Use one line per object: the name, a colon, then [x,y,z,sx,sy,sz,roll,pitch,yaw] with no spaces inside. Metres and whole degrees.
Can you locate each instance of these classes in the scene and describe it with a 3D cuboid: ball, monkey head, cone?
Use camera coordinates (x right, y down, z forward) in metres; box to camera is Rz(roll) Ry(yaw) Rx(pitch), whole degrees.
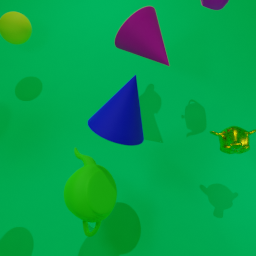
ball: [-3.385,-2.995,8.422,0.931,0.931,0.931,0,61,0]
monkey head: [2.491,0.248,6.547,1.112,0.800,0.670,-3,76,16]
cone: [0.621,-2.115,7.291,1.396,1.396,1.401,-36,79,-18]
cone: [-0.050,-0.468,5.423,1.186,1.191,1.186,18,21,-7]

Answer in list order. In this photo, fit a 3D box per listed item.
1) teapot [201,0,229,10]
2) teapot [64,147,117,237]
teapot: [2.068,-3.427,6.859,0.780,1.592,0.990,-3,89,6]
teapot: [-0.830,1.277,5.764,0.906,1.150,1.850,-14,78,37]
